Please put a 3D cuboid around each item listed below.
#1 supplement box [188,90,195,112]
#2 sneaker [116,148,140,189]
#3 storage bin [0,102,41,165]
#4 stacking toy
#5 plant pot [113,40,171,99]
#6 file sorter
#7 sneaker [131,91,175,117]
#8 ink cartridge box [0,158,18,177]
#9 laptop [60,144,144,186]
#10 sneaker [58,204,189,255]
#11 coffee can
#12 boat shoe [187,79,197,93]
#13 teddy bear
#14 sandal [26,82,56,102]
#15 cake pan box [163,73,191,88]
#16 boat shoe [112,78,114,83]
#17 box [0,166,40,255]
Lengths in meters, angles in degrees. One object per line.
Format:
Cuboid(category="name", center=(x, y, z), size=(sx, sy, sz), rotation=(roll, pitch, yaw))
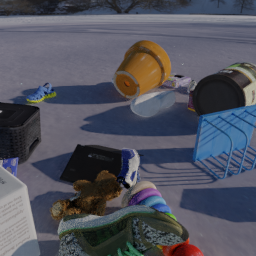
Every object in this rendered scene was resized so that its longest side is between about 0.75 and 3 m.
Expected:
Cuboid(category="supplement box", center=(2.932, -1.195, 11.987), size=(0.547, 0.836, 0.431), rotation=(-19, 31, -31))
Cuboid(category="sneaker", center=(-0.009, 0.976, 6.329), size=(0.391, 0.967, 0.558), rotation=(3, 19, 34))
Cuboid(category="storage bin", center=(-4.250, 0.057, 8.717), size=(2.680, 1.256, 1.812), rotation=(5, 24, 2))
Cuboid(category="stacking toy", center=(0.732, 2.000, 5.589), size=(0.897, 0.897, 2.101), rotation=(-15, 34, -27))
Cuboid(category="plant pot", center=(0.508, -2.631, 13.473), size=(2.406, 2.406, 2.203), rotation=(17, 47, 30))
Cuboid(category="file sorter", center=(3.227, 0.402, 8.065), size=(2.166, 1.503, 1.329), rotation=(-12, 32, -22))
Cuboid(category="sneaker", center=(0.869, -1.088, 11.859), size=(2.445, 0.920, 1.082), rotation=(-16, 22, -40))
Cuboid(category="ink cartridge box", center=(-4.016, 1.460, 6.988), size=(2.433, 0.511, 1.452), rotation=(-10, 28, -13))
Cuboid(category="laptop", center=(-0.680, 1.112, 8.157), size=(1.723, 1.066, 1.840), rotation=(10, 56, 21))
Cuboid(category="sneaker", center=(-0.211, 2.130, 4.802), size=(2.660, 1.023, 1.179), rotation=(-18, 39, 28))
Cuboid(category="coffee can", center=(4.073, -1.400, 11.083), size=(1.992, 1.992, 2.722), rotation=(20, 32, 35))
Cuboid(category="boat shoe", center=(3.317, -2.194, 14.309), size=(0.494, 0.570, 1.338), rotation=(6, 27, 12))
Cuboid(category="teddy bear", center=(-0.949, 1.714, 6.546), size=(1.251, 0.576, 1.725), rotation=(9, 35, 31))
Cuboid(category="sandal", center=(-4.103, -1.675, 13.148), size=(0.632, 0.693, 1.591), rotation=(16, 32, 26))
Cuboid(category="cake pan box", center=(2.565, -2.629, 15.448), size=(1.400, 0.366, 1.289), rotation=(-22, 36, -37))
Cuboid(category="boat shoe", center=(0.225, -2.843, 15.465), size=(2.286, 0.709, 0.823), rotation=(-6, 27, -11))
Cuboid(category="box", center=(-3.044, 1.750, 4.957), size=(2.035, 1.743, 2.025), rotation=(20, 33, 38))
